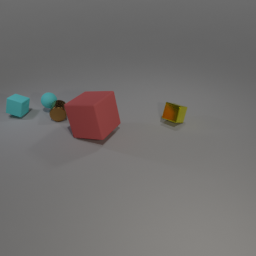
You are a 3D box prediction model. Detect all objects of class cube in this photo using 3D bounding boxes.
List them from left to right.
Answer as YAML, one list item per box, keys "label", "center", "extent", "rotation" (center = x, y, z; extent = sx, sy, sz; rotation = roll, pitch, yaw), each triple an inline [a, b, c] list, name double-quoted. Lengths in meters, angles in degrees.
- label: "cube"
  center: [-4.780, -0.984, 12.164]
  extent: [0.700, 0.700, 0.700]
  rotation: [17, 25, 3]
- label: "cube"
  center: [-1.312, -0.515, 10.673]
  extent: [1.400, 1.400, 1.400]
  rotation: [3, 29, 29]
- label: "cube"
  center: [1.942, -0.644, 11.655]
  extent: [0.700, 0.700, 0.700]
  rotation: [21, 13, 34]

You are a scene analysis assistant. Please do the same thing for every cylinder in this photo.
- label: "cylinder"
  center: [-2.966, -0.742, 11.999]
  extent: [0.700, 0.700, 0.700]
  rotation: [-3, 33, -5]

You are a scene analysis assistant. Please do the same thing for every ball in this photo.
- label: "ball"
  center: [-3.500, -1.223, 12.420]
  extent: [0.700, 0.700, 0.700]
  rotation: [0, 31, 0]
